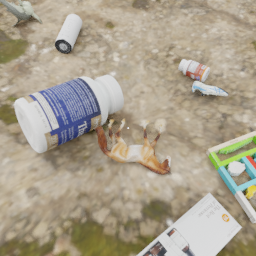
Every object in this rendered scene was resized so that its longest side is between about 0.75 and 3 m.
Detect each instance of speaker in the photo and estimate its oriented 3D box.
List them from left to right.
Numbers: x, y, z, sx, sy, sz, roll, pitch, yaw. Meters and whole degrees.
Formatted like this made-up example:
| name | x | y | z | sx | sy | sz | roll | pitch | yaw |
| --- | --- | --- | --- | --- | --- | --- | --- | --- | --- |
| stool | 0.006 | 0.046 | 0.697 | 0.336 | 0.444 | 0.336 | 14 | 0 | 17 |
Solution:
| name | x | y | z | sx | sy | sz | roll | pitch | yaw |
| --- | --- | --- | --- | --- | --- | --- | --- | --- | --- |
| speaker | -2.307 | -3.719 | 10.982 | 0.683 | 0.683 | 1.683 | 6 | 55 | 5 |

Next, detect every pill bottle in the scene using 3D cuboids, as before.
| name | x | y | z | sx | sy | sz | roll | pitch | yaw |
| --- | --- | --- | --- | --- | --- | --- | --- | --- | --- |
| pill bottle | -1.583 | -0.543 | 8.059 | 2.832 | 1.572 | 1.572 | -26 | 58 | -28 |
| pill bottle | 2.316 | -2.044 | 9.865 | 0.998 | 0.560 | 0.560 | 29 | 59 | 20 |

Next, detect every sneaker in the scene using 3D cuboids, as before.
| name | x | y | z | sx | sy | sz | roll | pitch | yaw |
| --- | --- | --- | --- | --- | --- | --- | --- | --- | --- |
| sneaker | 2.717 | -1.221 | 9.304 | 1.187 | 0.427 | 0.430 | 18 | 98 | 17 |

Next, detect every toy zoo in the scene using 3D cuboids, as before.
| name | x | y | z | sx | sy | sz | roll | pitch | yaw |
| --- | --- | --- | --- | --- | --- | --- | --- | --- | --- |
| toy zoo | 3.547 | 1.385 | 7.581 | 1.714 | 0.267 | 2.613 | -19 | 57 | -14 |

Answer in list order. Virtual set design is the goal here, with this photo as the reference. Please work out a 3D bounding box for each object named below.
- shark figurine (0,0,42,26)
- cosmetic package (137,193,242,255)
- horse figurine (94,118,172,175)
| name | x | y | z | sx | sy | sz | roll | pitch | yaw |
| --- | --- | --- | --- | --- | --- | --- | --- | --- | --- |
| shark figurine | -4.589 | -4.632 | 11.333 | 1.078 | 2.584 | 1.544 | -39 | 91 | 17 |
| cosmetic package | 1.223 | 2.555 | 6.007 | 2.533 | 0.641 | 1.045 | -30 | 68 | -29 |
| horse figurine | 0.128 | 0.497 | 7.929 | 2.260 | 0.564 | 1.498 | 6 | 76 | -6 |
